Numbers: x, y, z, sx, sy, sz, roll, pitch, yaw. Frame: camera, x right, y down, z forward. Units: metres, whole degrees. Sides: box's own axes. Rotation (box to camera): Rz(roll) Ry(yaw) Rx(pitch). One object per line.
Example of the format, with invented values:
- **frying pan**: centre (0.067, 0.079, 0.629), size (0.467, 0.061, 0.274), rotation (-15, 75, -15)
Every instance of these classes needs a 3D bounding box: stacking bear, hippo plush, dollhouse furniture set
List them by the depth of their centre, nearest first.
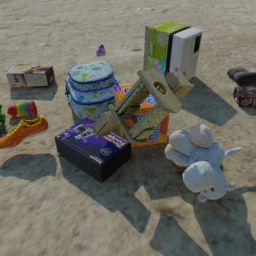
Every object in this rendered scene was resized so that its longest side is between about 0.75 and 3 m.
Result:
- **hippo plush**: centre (2.241, 1.314, 8.809), size (2.437, 1.941, 1.959), rotation (30, 48, -31)
- **dollhouse furniture set**: centre (0.702, -0.359, 9.113), size (2.413, 2.729, 1.517), rotation (-11, 63, -48)
- **stacking bear**: centre (-4.613, -0.794, 12.100), size (1.147, 0.652, 0.696), rotation (-10, 38, -5)

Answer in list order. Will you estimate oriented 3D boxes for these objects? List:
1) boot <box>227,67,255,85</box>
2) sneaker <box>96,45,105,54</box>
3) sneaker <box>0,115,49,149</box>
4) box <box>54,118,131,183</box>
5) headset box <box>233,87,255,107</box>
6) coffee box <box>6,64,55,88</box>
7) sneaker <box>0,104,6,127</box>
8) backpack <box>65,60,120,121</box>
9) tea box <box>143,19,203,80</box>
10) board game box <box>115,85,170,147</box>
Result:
- **boot**: centre (6.412, -2.839, 14.707), size (2.044, 0.713, 1.346), rotation (0, 32, -7)
- **sneaker**: centre (-1.762, -4.967, 17.659), size (0.392, 0.431, 0.974), rotation (14, 41, 15)
- **sneaker**: centre (-3.880, 0.110, 10.101), size (1.967, 0.759, 0.718), rotation (-30, 36, -16)
- **box**: centre (-1.229, 0.699, 9.917), size (2.261, 0.891, 1.596), rotation (26, 47, 30)
- **headset box**: centre (5.726, -1.455, 12.999), size (1.360, 0.510, 1.011), rotation (1, 37, 1)
- **coffee box**: centre (-4.941, -2.666, 14.329), size (2.034, 0.811, 1.163), rotation (3, 38, 3)
- **sneaker**: centre (-6.092, -0.820, 11.874), size (1.261, 1.155, 2.961), rotation (-19, 50, -34)
- **backpack**: centre (-1.470, -1.626, 12.087), size (2.389, 1.919, 2.611), rotation (-15, 44, -13)
- **tea box**: centre (2.262, -4.004, 14.667), size (1.680, 2.514, 2.473), rotation (-31, 47, -34)
- **board game box**: centre (0.475, -0.523, 10.780), size (1.718, 1.718, 1.719), rotation (-7, 38, -9)
